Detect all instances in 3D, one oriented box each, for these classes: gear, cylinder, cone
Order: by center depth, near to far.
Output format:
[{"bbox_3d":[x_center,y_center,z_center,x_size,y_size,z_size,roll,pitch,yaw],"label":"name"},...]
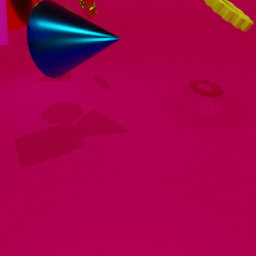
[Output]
[{"bbox_3d":[-2.337,-2.668,5.166,1.205,1.205,1.205,2,62,-3],"label":"cylinder"},{"bbox_3d":[-0.811,-1.677,5.315,1.501,1.495,1.495,6,33,24],"label":"cone"},{"bbox_3d":[2.734,-3.177,7.615,1.426,0.264,1.426,23,37,-19],"label":"gear"},{"bbox_3d":[-1.243,-3.630,7.715,0.217,1.174,1.174,-32,40,-7],"label":"gear"}]

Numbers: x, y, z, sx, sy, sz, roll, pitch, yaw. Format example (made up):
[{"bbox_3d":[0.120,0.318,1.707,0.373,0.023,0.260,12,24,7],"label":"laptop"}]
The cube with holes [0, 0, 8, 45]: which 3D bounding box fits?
[{"bbox_3d":[-2.380,-1.892,3.556,1.244,1.244,1.244,-16,55,-31],"label":"cube with holes"}]
